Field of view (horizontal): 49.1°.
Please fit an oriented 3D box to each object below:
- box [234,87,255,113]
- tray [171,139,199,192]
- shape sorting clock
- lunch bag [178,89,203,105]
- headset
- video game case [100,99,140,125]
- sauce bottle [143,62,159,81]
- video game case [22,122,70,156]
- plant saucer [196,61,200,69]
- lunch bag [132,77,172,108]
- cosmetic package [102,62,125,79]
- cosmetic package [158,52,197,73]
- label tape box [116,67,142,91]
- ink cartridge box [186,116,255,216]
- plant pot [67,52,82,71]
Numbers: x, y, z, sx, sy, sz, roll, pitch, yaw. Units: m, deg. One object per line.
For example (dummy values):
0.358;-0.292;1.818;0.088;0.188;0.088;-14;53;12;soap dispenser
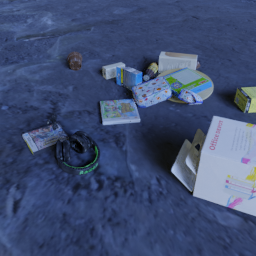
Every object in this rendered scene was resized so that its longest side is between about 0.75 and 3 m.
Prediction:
5.840;-1.210;11.357;2.699;0.676;1.016;-5;36;-6;box
1.744;1.072;8.266;0.872;0.180;1.625;45;41;-6;tray
2.464;-1.905;12.446;2.576;0.505;2.576;-3;40;3;shape sorting clock
2.506;-1.171;11.081;0.789;0.489;0.671;34;22;29;lunch bag
-1.764;0.473;8.714;1.339;1.019;2.168;-26;54;-33;headset
-0.345;-0.666;11.025;1.420;0.172;1.560;-4;36;-7;video game case
1.110;-2.736;13.675;0.480;0.480;1.454;11;38;15;sauce bottle
-2.793;0.339;9.625;1.346;0.172;1.217;-21;40;-27;video game case
3.253;-3.460;14.895;1.191;0.218;1.191;-1;36;1;plant saucer
0.999;-1.520;11.622;1.582;0.598;1.268;-20;37;-2;lunch bag
-0.685;-2.804;13.685;1.073;0.556;0.392;-20;40;-27;cosmetic package
2.455;-3.174;13.874;1.816;0.955;0.645;10;37;11;cosmetic package
0.051;-2.228;12.567;0.400;0.911;1.263;-30;45;-35;label tape box
2.965;0.979;7.408;2.669;1.671;1.716;15;39;20;ink cartridge box
-2.711;-3.390;14.390;0.780;0.780;0.772;-6;43;-9;plant pot
